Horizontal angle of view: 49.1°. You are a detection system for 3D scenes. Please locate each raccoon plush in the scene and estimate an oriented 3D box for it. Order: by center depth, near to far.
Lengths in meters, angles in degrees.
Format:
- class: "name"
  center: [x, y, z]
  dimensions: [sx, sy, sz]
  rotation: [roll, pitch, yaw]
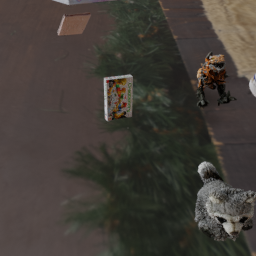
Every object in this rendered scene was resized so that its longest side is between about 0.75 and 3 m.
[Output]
- class: "raccoon plush"
  center: [1.376, 0.951, 4.470]
  dimensions: [0.834, 1.155, 1.723]
  rotation: [-17, 42, -6]

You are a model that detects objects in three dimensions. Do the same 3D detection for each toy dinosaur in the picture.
- class: "toy dinosaur"
  center: [1.803, -1.008, 5.972]
  dimensions: [0.794, 1.555, 1.056]
  rotation: [-12, 82, 20]

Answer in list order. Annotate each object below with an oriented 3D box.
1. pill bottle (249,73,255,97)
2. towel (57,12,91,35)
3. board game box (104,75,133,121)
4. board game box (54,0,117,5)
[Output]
- class: "pill bottle"
  center: [3.459, -1.342, 5.813]
  dimensions: [0.998, 1.798, 0.998]
  rotation: [9, 49, -11]
- class: "towel"
  center: [-1.434, -2.748, 7.408]
  dimensions: [0.763, 0.799, 0.129]
  rotation: [-17, 80, -31]
- class: "board game box"
  center: [-0.197, -0.619, 5.807]
  dimensions: [0.573, 0.908, 0.157]
  rotation: [-11, 31, -20]
- class: "board game box"
  center: [-1.301, -3.261, 6.290]
  dimensions: [2.118, 0.436, 2.113]
  rotation: [27, 37, 27]
